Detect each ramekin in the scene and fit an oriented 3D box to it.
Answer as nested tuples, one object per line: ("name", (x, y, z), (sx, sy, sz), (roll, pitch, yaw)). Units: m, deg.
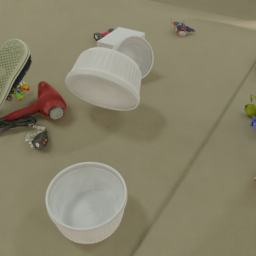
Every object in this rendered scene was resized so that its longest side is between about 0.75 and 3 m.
("ramekin", (-0.586, -1.332, 7.721), (2.105, 2.105, 0.981), (12, 73, 13))
("ramekin", (-0.793, 1.517, 5.610), (1.561, 0.819, 1.561), (0, 42, 0))
("ramekin", (0.072, -2.373, 9.565), (1.455, 1.455, 0.764), (-19, 20, -20))

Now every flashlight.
("flashlight", (-1.040, -4.157, 12.363), (1.016, 0.345, 0.344), (-32, 51, -30))

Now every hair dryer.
("hair dryer", (-2.796, -0.568, 8.023), (2.020, 0.721, 2.652), (10, 42, 9))

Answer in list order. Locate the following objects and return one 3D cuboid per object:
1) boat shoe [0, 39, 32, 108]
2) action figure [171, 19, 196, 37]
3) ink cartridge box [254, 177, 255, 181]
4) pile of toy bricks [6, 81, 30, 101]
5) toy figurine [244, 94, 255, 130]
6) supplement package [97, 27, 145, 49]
("boat shoe", (-3.727, -1.235, 8.053), (1.065, 0.888, 2.853), (35, 89, 0))
("action figure", (2.458, -4.490, 12.748), (1.126, 0.589, 1.090), (16, 45, -21))
("ink cartridge box", (3.880, 0.357, 5.506), (1.045, 2.187, 2.491), (43, 85, 19))
("pile of toy bricks", (-3.527, -1.075, 8.903), (0.447, 0.502, 0.905), (46, 38, -1))
("toy figurine", (3.708, -0.234, 7.686), (0.863, 0.760, 1.440), (-36, 52, -27))
("supplement package", (-0.232, -3.094, 10.759), (1.226, 0.873, 1.575), (21, 46, 22))
